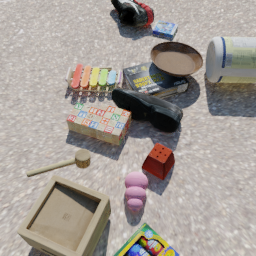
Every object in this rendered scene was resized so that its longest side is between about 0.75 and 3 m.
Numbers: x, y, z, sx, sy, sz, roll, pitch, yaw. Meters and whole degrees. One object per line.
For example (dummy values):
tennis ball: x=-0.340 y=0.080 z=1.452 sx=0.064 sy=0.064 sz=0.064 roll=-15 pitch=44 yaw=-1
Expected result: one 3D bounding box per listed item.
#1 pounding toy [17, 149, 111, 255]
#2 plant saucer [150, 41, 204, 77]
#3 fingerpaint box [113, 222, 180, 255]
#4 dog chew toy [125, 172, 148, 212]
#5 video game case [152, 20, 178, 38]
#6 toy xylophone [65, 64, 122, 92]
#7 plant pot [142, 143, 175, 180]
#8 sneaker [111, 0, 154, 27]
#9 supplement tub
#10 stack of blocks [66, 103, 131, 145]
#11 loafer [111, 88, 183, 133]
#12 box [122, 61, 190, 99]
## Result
pounding toy: x=-1.725 y=2.027 z=7.925 sx=2.469 sy=1.286 sz=2.810 roll=18 pitch=54 yaw=14
plant saucer: x=1.969 y=-2.777 z=11.518 sx=2.201 sy=0.403 sz=2.201 roll=3 pitch=50 yaw=-4
fingerpaint box: x=0.393 y=3.465 z=7.288 sx=1.488 sy=0.546 sz=1.242 roll=-38 pitch=61 yaw=-26
dog chew toy: x=0.232 y=1.918 z=8.421 sx=0.719 sy=0.719 sz=1.155 roll=3 pitch=59 yaw=3
video game case: x=1.874 y=-4.931 z=13.966 sx=1.056 sy=0.240 sz=0.957 roll=18 pitch=54 yaw=13
toy xylophone: x=-1.400 y=-2.155 z=11.609 sx=2.276 sy=0.572 sz=1.666 roll=-3 pitch=52 yaw=-3
plant pot: x=1.012 y=1.000 z=9.064 sx=0.852 sy=0.751 sz=0.852 roll=27 pitch=58 yaw=20
sneaker: x=-0.082 y=-6.061 z=14.315 sx=1.446 sy=1.046 sz=2.959 roll=-33 pitch=61 yaw=-25
supplement tub: x=4.547 y=-2.711 z=11.247 sx=2.504 sy=1.816 sz=1.816 roll=2 pitch=52 yaw=2
stack of blocks: x=-1.027 y=-0.261 z=10.126 sx=2.032 sy=0.595 sz=1.170 roll=16 pitch=54 yaw=13
loafer: x=0.707 y=-0.799 z=10.412 sx=2.794 sy=1.017 sz=1.010 roll=29 pitch=45 yaw=12
box: x=1.107 y=-1.967 z=11.482 sx=2.228 sy=0.538 sz=1.764 roll=-16 pitch=54 yaw=-13
